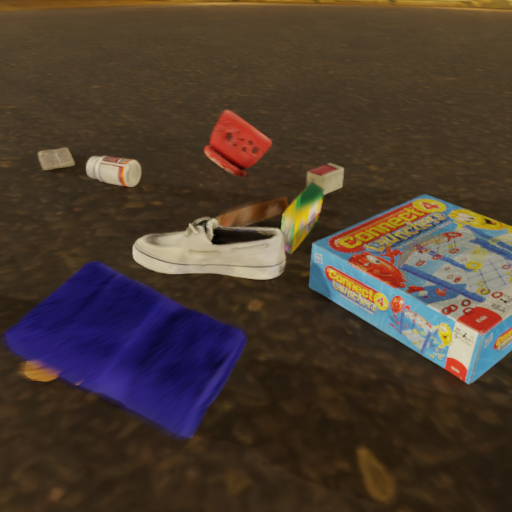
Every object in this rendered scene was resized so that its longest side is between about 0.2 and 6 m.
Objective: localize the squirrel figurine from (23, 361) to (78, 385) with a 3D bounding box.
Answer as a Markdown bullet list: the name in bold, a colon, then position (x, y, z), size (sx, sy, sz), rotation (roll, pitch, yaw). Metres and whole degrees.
- **squirrel figurine**: position (-2.588, 1.396, 7.377), size (0.859, 0.608, 0.802), rotation (-30, 43, -18)

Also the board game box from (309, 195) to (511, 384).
- **board game box**: position (2.992, 0.259, 8.927), size (3.089, 0.863, 3.024), rotation (-23, 38, -34)

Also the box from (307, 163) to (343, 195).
- **box**: position (1.560, -1.740, 12.729), size (0.778, 0.497, 0.424), rotation (-25, 38, -36)

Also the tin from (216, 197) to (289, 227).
- **tin**: position (-0.044, -0.790, 10.741), size (0.952, 0.356, 1.699), rotation (-10, 7, 39)

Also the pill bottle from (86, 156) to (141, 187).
- **pill bottle**: position (-3.320, -1.986, 13.027), size (1.138, 0.623, 0.623), rotation (12, 32, 19)

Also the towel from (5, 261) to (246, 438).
- **towel**: position (-1.530, 1.029, 7.154), size (2.572, 0.637, 1.899), rotation (22, 30, 8)

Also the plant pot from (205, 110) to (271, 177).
- **plant pot**: position (-0.467, -2.558, 12.993), size (1.269, 1.155, 1.269), rotation (34, 11, -8)

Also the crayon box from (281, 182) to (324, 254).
- **crayon box**: position (0.779, -0.636, 9.691), size (0.293, 1.006, 0.868), rotation (32, 64, 17)

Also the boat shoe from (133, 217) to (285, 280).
- **boat shoe**: position (-0.844, -0.210, 9.712), size (2.717, 0.893, 0.978), rotation (8, 31, 13)

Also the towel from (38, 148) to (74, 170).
- **towel**: position (-5.130, -2.500, 14.333), size (0.770, 0.200, 1.162), rotation (-14, 33, -22)
